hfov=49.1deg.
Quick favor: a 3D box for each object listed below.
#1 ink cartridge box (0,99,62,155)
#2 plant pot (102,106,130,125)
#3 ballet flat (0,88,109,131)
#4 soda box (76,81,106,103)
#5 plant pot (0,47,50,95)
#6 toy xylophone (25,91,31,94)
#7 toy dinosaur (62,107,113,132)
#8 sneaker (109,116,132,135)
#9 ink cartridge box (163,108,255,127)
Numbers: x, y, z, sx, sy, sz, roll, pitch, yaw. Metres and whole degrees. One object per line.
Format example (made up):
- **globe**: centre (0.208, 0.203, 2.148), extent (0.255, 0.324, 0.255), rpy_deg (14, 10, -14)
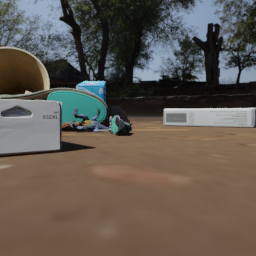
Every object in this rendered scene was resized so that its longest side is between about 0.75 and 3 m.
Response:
- **ink cartridge box**: centre (-1.417, -0.031, 3.119), extent (0.927, 0.535, 1.277), rpy_deg (-2, 4, -37)
- **plant pot**: centre (-0.671, -0.461, 10.281), extent (1.488, 0.687, 1.488), rpy_deg (0, 2, 0)
- **ballet flat**: centre (-1.927, -0.429, 6.461), extent (2.896, 0.976, 0.922), rpy_deg (-2, 7, -14)
- **soda box**: centre (-1.135, -1.046, 9.116), extent (0.813, 0.859, 2.533), rpy_deg (0, 12, -3)
- **plant pot**: centre (-3.663, -0.996, 9.018), extent (2.245, 2.245, 2.397), rpy_deg (-1, -13, -15)
- **toy xylophone**: centre (-2.215, -0.499, 7.320), extent (1.860, 0.467, 1.362), rpy_deg (8, -42, -33)
- **toy dinosaur**: centre (-0.792, -0.125, 6.202), extent (0.963, 0.557, 1.062), rpy_deg (22, -24, -39)
- **sneaker**: centre (-0.091, -0.044, 5.427), extent (0.427, 0.363, 0.976), rpy_deg (4, 1, -12)
- **ink cartridge box**: centre (2.958, -0.384, 9.581), extent (2.798, 0.609, 2.428), rpy_deg (2, 3, 31)
